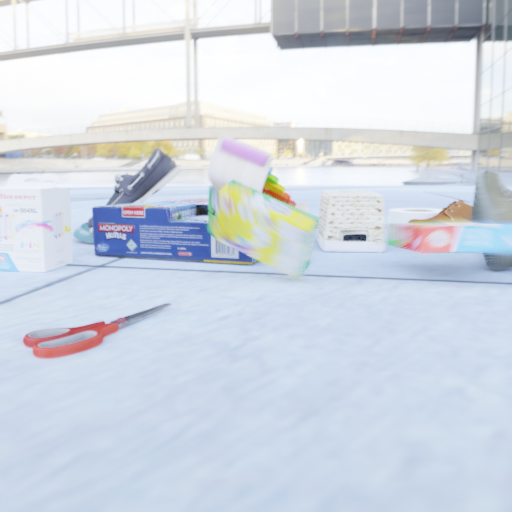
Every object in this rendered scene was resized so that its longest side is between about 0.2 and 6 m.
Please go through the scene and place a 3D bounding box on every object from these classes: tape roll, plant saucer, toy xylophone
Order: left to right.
[{"bbox_3d":[-3.455,-0.574,13.068,1.557,0.213,1.557,5,18,-2],"label":"plant saucer"},{"bbox_3d":[0.069,-1.425,12.354,2.423,0.831,3.309,24,-7,0],"label":"toy xylophone"},{"bbox_3d":[4.398,-0.971,15.213,1.580,0.553,1.580,0,9,0],"label":"tape roll"}]

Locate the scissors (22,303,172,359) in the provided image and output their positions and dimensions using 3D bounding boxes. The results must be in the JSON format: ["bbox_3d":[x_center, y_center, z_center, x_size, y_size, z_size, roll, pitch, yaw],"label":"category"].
[{"bbox_3d":[-1.489,0.768,5.990,0.736,0.140,2.011,5,9,42],"label":"scissors"}]

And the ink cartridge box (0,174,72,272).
[{"bbox_3d":[-3.882,-0.594,9.637,1.025,1.595,0.999,1,9,9],"label":"ink cartridge box"}]

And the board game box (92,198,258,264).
[{"bbox_3d":[-1.059,-0.637,11.711,3.297,1.017,3.295,3,10,18],"label":"board game box"}]

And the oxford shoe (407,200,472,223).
[{"bbox_3d":[4.812,-0.937,14.029,2.548,0.908,0.909,-6,13,-21],"label":"oxford shoe"}]

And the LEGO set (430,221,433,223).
[{"bbox_3d":[4.609,-0.375,12.078,1.494,0.652,2.300,9,0,34],"label":"LEGO set"}]

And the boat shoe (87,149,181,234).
[{"bbox_3d":[-2.918,-1.511,12.816,2.721,0.853,0.989,-44,13,-32],"label":"boat shoe"}]

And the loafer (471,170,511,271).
[{"bbox_3d":[4.462,-0.664,10.047,0.910,0.982,2.612,-1,41,12],"label":"loafer"}]

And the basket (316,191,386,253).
[{"bbox_3d":[2.013,-0.793,12.130,1.313,1.195,1.937,1,9,1],"label":"basket"}]

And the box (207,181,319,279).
[{"bbox_3d":[0.033,-0.430,8.357,1.708,1.002,0.413,24,46,17],"label":"box"}]

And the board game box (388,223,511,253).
[{"bbox_3d":[2.980,-0.301,8.669,1.446,0.381,1.890,0,4,-1],"label":"board game box"}]
